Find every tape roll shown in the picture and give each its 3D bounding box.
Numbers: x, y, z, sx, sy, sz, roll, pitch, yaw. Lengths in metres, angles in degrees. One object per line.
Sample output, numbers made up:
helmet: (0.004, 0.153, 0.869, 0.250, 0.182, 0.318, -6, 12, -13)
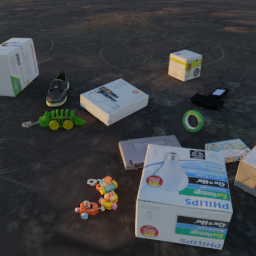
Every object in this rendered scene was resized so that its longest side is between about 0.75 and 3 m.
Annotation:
tape roll: (2.557, -0.268, 11.026, 0.843, 0.843, 0.203, 27, 31, 35)

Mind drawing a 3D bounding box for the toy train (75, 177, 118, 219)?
toy train: (-0.870, 1.909, 8.156, 1.165, 0.431, 1.551, 2, 33, 2)

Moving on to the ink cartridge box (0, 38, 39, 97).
ink cartridge box: (-5.951, -3.257, 14.628, 1.237, 2.134, 2.947, 4, 33, 6)

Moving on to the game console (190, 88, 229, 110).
game console: (4.140, -1.547, 13.691, 1.406, 0.287, 2.383, 22, 38, 30)

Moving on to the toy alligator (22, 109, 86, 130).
toy alligator: (-3.085, -0.415, 11.516, 2.634, 0.715, 0.781, -1, 33, -2)

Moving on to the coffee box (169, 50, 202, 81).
coffee box: (3.235, -3.548, 15.882, 1.289, 1.277, 1.291, -21, 38, -30)

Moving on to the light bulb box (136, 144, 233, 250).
light bulb box: (1.439, 1.731, 7.528, 2.221, 1.398, 2.241, 5, 33, 8)

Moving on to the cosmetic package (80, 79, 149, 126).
cosmetic package: (-0.589, -1.253, 12.671, 1.887, 0.647, 2.503, 37, 47, 28)

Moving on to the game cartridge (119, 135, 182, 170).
game cartridge: (0.837, 0.834, 9.919, 2.149, 0.412, 1.393, -6, 29, -9)

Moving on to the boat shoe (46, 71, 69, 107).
boat shoe: (-3.472, -1.985, 13.791, 0.984, 0.905, 2.753, -1, 33, -1)

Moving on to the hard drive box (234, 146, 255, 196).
hard drive box: (4.949, 1.236, 8.626, 2.704, 1.039, 2.108, -28, 42, -36)

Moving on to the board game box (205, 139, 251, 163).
board game box: (3.610, 0.820, 10.032, 1.391, 0.238, 0.935, -7, 33, -11)
